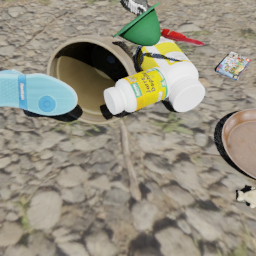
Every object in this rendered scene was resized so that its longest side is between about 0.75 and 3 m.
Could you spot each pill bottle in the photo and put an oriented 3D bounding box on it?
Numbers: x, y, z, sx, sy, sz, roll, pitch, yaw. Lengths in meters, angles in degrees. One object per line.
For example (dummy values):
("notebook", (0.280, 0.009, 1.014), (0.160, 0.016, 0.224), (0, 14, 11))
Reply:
("pill bottle", (0.203, -0.848, 6.576), (1.439, 0.811, 0.811), (-23, 54, -20))
("pill bottle", (1.512, -2.007, 10.197), (1.635, 1.635, 2.938), (-16, 52, -13))

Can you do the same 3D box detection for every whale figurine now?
("whale figurine", (3.470, 1.957, 7.814), (0.770, 0.399, 0.613), (-2, 57, 29))

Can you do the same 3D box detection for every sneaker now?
("sneaker", (0.503, -6.365, 14.434), (0.955, 0.701, 2.110), (-30, 60, -26))
("sneaker", (-2.194, -0.889, 6.316), (2.180, 0.867, 1.423), (9, 14, -8))

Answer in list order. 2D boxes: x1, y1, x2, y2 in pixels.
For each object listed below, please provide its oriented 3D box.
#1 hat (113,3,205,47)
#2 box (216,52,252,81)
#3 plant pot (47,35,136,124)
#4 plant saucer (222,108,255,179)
("hat", (0.699, -2.388, 7.867), (1.521, 1.616, 1.836), (-45, 19, -21))
("box", (4.370, -2.565, 11.552), (0.928, 0.256, 1.359), (31, 57, 23))
("plant pot", (-0.934, -1.993, 9.717), (2.901, 2.901, 2.517), (10, 35, 8))
("plant saucer", (4.391, 0.598, 8.800), (2.939, 0.506, 2.939), (0, 51, -1))
